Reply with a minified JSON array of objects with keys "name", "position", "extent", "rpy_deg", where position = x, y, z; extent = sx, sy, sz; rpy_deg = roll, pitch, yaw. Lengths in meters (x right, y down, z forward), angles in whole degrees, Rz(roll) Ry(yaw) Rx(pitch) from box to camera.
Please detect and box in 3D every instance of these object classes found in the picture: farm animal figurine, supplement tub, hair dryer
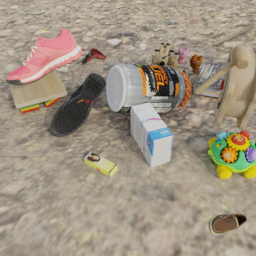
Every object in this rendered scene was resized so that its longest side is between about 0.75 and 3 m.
[{"name":"farm animal figurine","position":[1.790,-2.647,11.906],"extent":[2.486,1.296,2.459],"rpy_deg":[7,8,-33]},{"name":"supplement tub","position":[0.793,-1.458,10.533],"extent":[2.913,1.785,1.785],"rpy_deg":[-4,42,-27]},{"name":"hair dryer","position":[-1.799,-3.540,14.066],"extent":[1.468,0.399,1.118],"rpy_deg":[-5,62,1]}]

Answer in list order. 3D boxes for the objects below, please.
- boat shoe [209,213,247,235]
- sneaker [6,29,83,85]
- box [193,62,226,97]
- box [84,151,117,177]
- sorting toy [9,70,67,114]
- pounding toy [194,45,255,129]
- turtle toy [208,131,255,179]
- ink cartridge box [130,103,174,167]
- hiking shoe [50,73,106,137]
[{"name":"boat shoe","position":[2.186,2.025,6.056],"extent":[1.068,0.395,0.394],"rpy_deg":[-2,70,-39]},{"name":"sneaker","position":[-3.149,-2.585,10.050],"extent":[2.911,1.263,1.073],"rpy_deg":[-31,30,-12]},{"name":"box","position":[3.915,-2.116,12.235],"extent":[1.609,0.491,2.032],"rpy_deg":[11,44,25]},{"name":"box","position":[-0.898,1.179,9.162],"extent":[1.079,0.270,0.406],"rpy_deg":[24,49,22]},{"name":"sorting toy","position":[-3.744,-1.531,11.642],"extent":[1.995,0.698,2.007],"rpy_deg":[-18,47,-18]},{"name":"pounding toy","position":[2.845,-1.381,8.106],"extent":[1.720,2.998,1.714],"rpy_deg":[10,55,10]},{"name":"turtle toy","position":[3.685,0.710,9.028],"extent":[2.209,1.116,1.610],"rpy_deg":[-1,44,-1]},{"name":"ink cartridge box","position":[0.747,0.194,9.437],"extent":[0.756,1.291,1.787],"rpy_deg":[-16,46,-16]},{"name":"hiking shoe","position":[-1.895,-0.747,10.717],"extent":[1.074,1.427,2.836],"rpy_deg":[40,74,-7]}]
